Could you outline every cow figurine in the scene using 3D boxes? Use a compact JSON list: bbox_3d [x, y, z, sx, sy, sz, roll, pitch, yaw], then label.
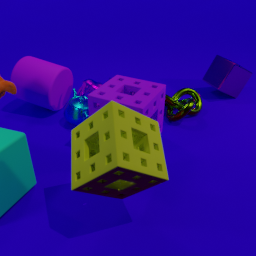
[{"bbox_3d":[-0.886,-1.290,8.905,1.201,1.182,0.659,29,7,-33],"label":"cow figurine"}]

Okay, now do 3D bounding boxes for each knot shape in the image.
[{"bbox_3d":[1.647,-0.754,8.465,1.355,0.669,1.448,-14,33,-21],"label":"knot shape"}]

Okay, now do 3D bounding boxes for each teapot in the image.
[{"bbox_3d":[-1.353,-0.566,7.996,0.974,0.767,1.567,-8,39,-24],"label":"teapot"}]

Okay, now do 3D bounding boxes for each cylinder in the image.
[{"bbox_3d":[-2.617,-1.366,8.626,1.367,1.367,1.367,19,35,12],"label":"cylinder"}]

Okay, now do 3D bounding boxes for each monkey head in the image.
[{"bbox_3d":[-2.934,-0.828,6.075,0.858,1.193,0.719,18,48,22],"label":"monkey head"}]

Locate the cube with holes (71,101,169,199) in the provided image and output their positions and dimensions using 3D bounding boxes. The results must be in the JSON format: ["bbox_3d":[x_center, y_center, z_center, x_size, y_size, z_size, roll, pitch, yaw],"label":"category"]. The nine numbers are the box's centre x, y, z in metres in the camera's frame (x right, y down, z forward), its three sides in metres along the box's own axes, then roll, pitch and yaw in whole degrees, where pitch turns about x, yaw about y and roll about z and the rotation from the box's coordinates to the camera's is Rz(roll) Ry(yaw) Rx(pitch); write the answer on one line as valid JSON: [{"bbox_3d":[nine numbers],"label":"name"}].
[{"bbox_3d":[-0.173,0.430,4.634,1.088,1.088,1.088,22,49,-39],"label":"cube with holes"}]

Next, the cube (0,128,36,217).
[{"bbox_3d":[-2.708,0.795,5.271,1.243,1.243,1.243,11,31,21],"label":"cube"}]

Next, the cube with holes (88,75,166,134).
[{"bbox_3d":[0.003,-0.318,6.885,1.368,1.368,1.368,16,36,22],"label":"cube with holes"}]

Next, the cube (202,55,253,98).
[{"bbox_3d":[3.359,-1.749,9.533,0.976,0.976,0.976,16,22,-31],"label":"cube"}]
